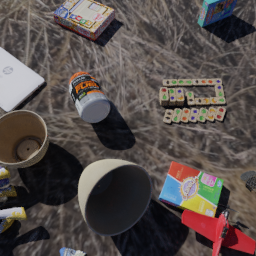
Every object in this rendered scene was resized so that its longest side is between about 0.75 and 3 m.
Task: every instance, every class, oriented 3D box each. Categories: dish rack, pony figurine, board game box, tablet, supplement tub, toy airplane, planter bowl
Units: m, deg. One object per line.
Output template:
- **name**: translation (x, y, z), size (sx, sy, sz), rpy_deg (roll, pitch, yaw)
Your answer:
- **dish rack**: translation (3.487, 1.409, 7.613), size (0.594, 0.211, 0.774), rpy_deg (-18, 37, -19)
- **pony figurine**: translation (-4.084, 1.902, 6.966), size (2.434, 2.027, 2.350), rpy_deg (-21, 73, -27)
- **board game box**: translation (3.383, -4.500, 10.469), size (1.421, 1.080, 0.320), rpy_deg (-25, 66, -13)
- **tablet**: translation (-4.287, -1.754, 9.579), size (2.550, 0.174, 1.659), rpy_deg (36, 68, 16)
- **board game box**: translation (-1.671, -4.298, 10.717), size (1.887, 0.437, 1.429), rpy_deg (29, 67, 14)
- **supplement tub**: translation (-1.226, -0.982, 8.592), size (0.955, 0.955, 1.559), rpy_deg (-22, 52, -11)
- **toy airplane**: translation (2.178, 2.895, 6.916), size (2.113, 0.389, 2.113), rpy_deg (2, 75, -8)
- **board game box**: translation (1.741, 1.714, 7.729), size (1.498, 0.302, 1.146), rpy_deg (20, 65, 10)
- **planter bowl**: translation (-2.964, 0.447, 7.937), size (1.605, 1.080, 1.605), rpy_deg (0, 63, 0)

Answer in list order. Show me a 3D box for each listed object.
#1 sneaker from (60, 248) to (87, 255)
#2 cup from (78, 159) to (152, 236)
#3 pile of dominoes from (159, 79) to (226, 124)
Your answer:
- **sneaker**: translation (-1.722, 3.732, 6.569), size (0.805, 0.728, 1.889), rpy_deg (18, 57, 20)
- **cup**: translation (-0.516, 1.522, 7.016), size (1.840, 1.840, 1.316), rpy_deg (-39, 34, -18)
- **pile of dominoes**: translation (2.125, -0.971, 9.079), size (2.163, 0.344, 1.686), rpy_deg (-2, 63, 0)
